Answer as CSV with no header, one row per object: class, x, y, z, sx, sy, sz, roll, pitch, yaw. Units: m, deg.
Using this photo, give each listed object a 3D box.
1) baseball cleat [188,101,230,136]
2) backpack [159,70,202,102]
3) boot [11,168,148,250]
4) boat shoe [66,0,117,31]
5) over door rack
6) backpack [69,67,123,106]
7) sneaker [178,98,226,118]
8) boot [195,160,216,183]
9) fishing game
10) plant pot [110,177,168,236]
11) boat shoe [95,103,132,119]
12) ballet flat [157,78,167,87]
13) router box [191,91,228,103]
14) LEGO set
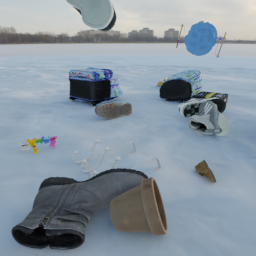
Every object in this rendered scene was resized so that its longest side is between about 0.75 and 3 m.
baseball cleat,2.832,-0.440,10.546,1.369,0.897,2.573,-1,18,-4
backpack,3.091,-2.301,15.181,1.931,1.820,2.367,4,5,43
boot,-0.724,1.530,5.135,2.360,0.824,1.554,-10,21,4
boat shoe,-0.641,-2.408,5.653,0.573,0.719,1.901,25,25,-46
over door rack,-0.322,0.747,7.442,1.944,0.647,1.436,-10,22,-27
backpack,-1.561,-2.283,14.759,2.331,1.718,2.553,16,23,40
sneaker,3.217,-0.990,12.300,2.165,0.802,0.958,-5,22,-15
boot,1.930,1.132,6.984,0.332,0.324,0.881,-27,20,5
fishing game,3.196,-3.916,12.288,2.091,1.497,0.325,19,14,29
plant pot,0.167,1.466,5.025,0.874,1.002,1.002,-15,17,9
boat shoe,-0.674,-0.742,11.989,1.853,0.690,0.679,-4,8,-39
ballet flat,2.631,-2.951,18.286,0.747,0.686,2.177,-11,21,-27
router box,4.118,-1.422,14.090,1.413,0.469,1.797,11,22,29
LEGO set,-2.713,0.539,8.507,1.134,0.465,0.432,-9,-10,-13
